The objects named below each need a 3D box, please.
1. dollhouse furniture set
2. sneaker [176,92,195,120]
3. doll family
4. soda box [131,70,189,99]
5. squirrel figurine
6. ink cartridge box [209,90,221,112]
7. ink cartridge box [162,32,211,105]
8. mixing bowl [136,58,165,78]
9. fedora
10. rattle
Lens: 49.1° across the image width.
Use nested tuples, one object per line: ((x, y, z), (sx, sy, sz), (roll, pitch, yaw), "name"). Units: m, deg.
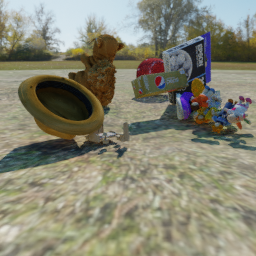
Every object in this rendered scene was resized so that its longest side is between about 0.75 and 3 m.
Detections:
((-0.564, 0.029, 6.805), (0.622, 0.531, 1.200), (-12, 14, -39), "dollhouse furniture set")
((2.086, -0.841, 9.336), (0.928, 0.649, 1.865), (-4, 22, 11), "sneaker")
((2.499, -0.402, 7.739), (1.723, 0.777, 1.070), (25, 62, 39), "doll family")
((1.147, -1.562, 9.890), (2.041, 0.653, 0.691), (-14, -1, -33), "soda box")
((-1.039, -2.443, 11.616), (1.939, 2.557, 2.740), (10, 37, -31), "squirrel figurine")
((2.584, -0.723, 8.533), (0.241, 0.813, 0.422), (-11, 8, -44), "ink cartridge box")
((2.703, -2.485, 11.841), (2.452, 2.429, 0.532), (-27, 39, -16), "ink cartridge box")
((1.545, -2.903, 15.039), (2.029, 2.029, 1.099), (-4, -2, -16), "mixing bowl")
((-1.713, -0.423, 7.066), (2.233, 0.911, 2.233), (19, 38, -15), "fedora")
((2.742, -0.769, 8.336), (1.285, 1.410, 1.973), (6, 5, -11), "rattle")
